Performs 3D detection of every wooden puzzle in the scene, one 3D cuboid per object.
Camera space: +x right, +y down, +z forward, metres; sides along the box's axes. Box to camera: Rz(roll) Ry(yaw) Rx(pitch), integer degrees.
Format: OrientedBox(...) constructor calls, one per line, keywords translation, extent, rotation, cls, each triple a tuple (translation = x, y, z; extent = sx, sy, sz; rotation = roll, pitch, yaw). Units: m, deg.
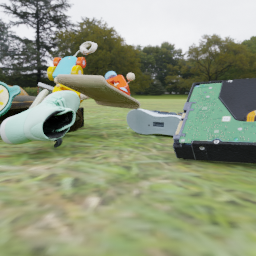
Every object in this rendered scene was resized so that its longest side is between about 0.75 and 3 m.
OrientedBox(translation=(-0.571, -0.772, 5.766), extent=(1.286, 0.259, 1.390), rotation=(9, -12, 34), cls="wooden puzzle")

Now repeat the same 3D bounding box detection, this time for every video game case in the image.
OrientedBox(translation=(-2.480, -0.922, 9.316), extent=(1.051, 0.128, 1.470), rotation=(19, -27, -11), cls="video game case")

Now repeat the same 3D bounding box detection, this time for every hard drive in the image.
OrientedBox(translation=(1.755, -0.143, 3.709), extent=(2.062, 0.390, 1.441), rotation=(0, 41, 28), cls="hard drive")

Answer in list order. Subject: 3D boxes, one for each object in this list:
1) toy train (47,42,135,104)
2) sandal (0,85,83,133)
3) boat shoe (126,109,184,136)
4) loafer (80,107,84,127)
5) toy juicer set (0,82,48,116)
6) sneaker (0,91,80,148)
OrientedBox(translation=(-1.114, -1.307, 8.000), extent=(2.140, 0.792, 2.849), rotation=(-27, 48, -8), cls="toy train")
OrientedBox(translation=(-2.392, -0.515, 6.094), extent=(2.929, 0.800, 1.197), rotation=(2, -36, 7), cls="sandal")
OrientedBox(translation=(0.735, -0.119, 6.242), extent=(1.557, 0.551, 0.707), rotation=(11, 13, 40), cls="boat shoe")
OrientedBox(translation=(-1.478, -0.266, 7.289), extent=(0.526, 0.538, 1.474), rotation=(1, 7, 3), cls="loafer")
OrientedBox(translation=(-2.474, -0.309, 5.024), extent=(1.832, 1.166, 0.499), rotation=(4, -22, 6), cls="toy juicer set")
OrientedBox(translation=(-1.049, -0.185, 4.475), extent=(0.978, 0.610, 1.658), rotation=(-1, 24, 30), cls="sneaker")
